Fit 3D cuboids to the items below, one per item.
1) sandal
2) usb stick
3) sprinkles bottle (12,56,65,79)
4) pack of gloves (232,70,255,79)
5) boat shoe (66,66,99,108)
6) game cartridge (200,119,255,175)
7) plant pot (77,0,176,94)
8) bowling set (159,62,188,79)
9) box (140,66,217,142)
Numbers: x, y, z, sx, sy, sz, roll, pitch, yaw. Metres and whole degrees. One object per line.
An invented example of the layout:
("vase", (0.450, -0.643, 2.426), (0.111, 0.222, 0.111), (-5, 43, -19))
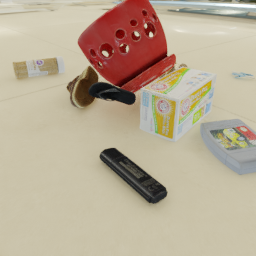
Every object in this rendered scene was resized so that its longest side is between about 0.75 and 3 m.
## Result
("sandal", (-0.493, -1.076, 8.913), (1.543, 0.587, 0.330), (11, 37, -6))
("usb stick", (0.061, 1.118, 7.047), (0.616, 0.362, 2.222), (-15, 32, -36))
("sprinkles bottle", (-4.274, -2.930, 13.533), (2.348, 0.801, 0.801), (-13, 33, -19))
("pack of gloves", (5.509, -2.510, 13.506), (1.061, 0.209, 0.892), (15, 25, 15))
("boat shoe", (-1.929, -1.561, 11.280), (0.992, 0.994, 2.756), (-24, 33, 21))
("game cartridge", (3.118, 0.438, 8.165), (1.539, 0.473, 2.313), (-11, 32, -10))
("plant pot", (0.088, -2.710, 9.919), (2.900, 2.640, 2.900), (-33, 5, 4))
("bowling set", (1.646, -1.829, 11.105), (1.739, 1.341, 2.498), (-13, 32, -22))
("box", (1.703, -0.903, 9.353), (1.362, 1.511, 2.687), (22, 38, 33))
